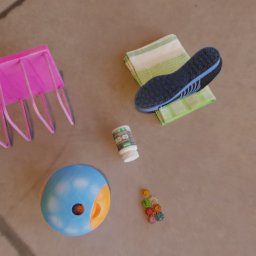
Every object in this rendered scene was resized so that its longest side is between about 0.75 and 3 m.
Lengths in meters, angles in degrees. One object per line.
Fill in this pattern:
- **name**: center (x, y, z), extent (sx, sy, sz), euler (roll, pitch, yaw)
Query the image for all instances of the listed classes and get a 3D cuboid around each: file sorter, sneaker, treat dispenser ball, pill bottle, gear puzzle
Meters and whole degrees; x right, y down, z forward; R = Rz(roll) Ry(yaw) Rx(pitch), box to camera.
- **file sorter**: center (-3.190, -0.630, 7.865), extent (2.871, 1.995, 1.800), euler (-19, 70, -7)
- **sneaker**: center (1.568, -1.265, 8.443), extent (2.809, 1.094, 0.985), euler (-30, 65, 13)
- **treat dispenser ball**: center (-1.340, 1.824, 7.191), extent (1.768, 1.768, 1.768), euler (0, 71, 0)
- **pill bottle**: center (-0.065, 0.468, 8.285), extent (0.555, 0.555, 0.981), euler (-20, 71, -7)
- **gear puzzle**: center (0.671, 2.180, 7.918), extent (0.516, 0.130, 0.996), euler (-19, 71, -6)

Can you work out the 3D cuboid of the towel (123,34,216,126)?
- **towel**: center (1.329, -1.666, 9.102), extent (2.052, 0.422, 2.751), euler (-26, 73, -8)
